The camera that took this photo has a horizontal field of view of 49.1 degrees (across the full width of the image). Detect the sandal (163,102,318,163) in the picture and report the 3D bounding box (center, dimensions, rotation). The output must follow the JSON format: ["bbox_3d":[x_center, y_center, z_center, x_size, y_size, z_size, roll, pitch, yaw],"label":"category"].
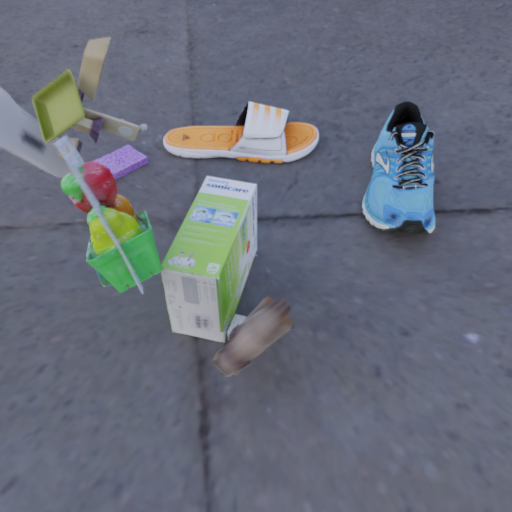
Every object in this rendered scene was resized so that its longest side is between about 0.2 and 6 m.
[{"bbox_3d":[-0.297,-2.468,10.932,3.105,0.890,1.189,-2,45,-2],"label":"sandal"}]

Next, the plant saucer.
[{"bbox_3d":[-2.465,-1.869,7.096,0.710,0.170,0.709,-27,74,22],"label":"plant saucer"}]

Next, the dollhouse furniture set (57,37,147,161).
[{"bbox_3d":[-1.900,-1.961,7.465,1.052,1.482,1.174,17,59,-18],"label":"dollhouse furniture set"}]

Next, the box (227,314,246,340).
[{"bbox_3d":[-0.184,1.072,7.861,0.354,0.303,0.352,13,47,12],"label":"box"}]

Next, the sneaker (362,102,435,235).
[{"bbox_3d":[2.507,-1.600,9.725,1.210,1.389,3.088,4,46,3],"label":"sneaker"}]

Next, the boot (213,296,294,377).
[{"bbox_3d":[-0.061,1.038,7.018,0.530,1.508,1.103,44,80,12],"label":"boot"}]

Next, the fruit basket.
[{"bbox_3d":[-1.927,-0.542,6.853,0.895,1.909,1.768,-34,21,-4],"label":"fruit basket"}]

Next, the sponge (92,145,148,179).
[{"bbox_3d":[-2.710,-1.742,10.729,1.121,0.167,0.625,-34,54,-29],"label":"sponge"}]

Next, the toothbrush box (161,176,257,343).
[{"bbox_3d":[-0.600,0.021,8.115,0.839,1.419,1.950,9,46,9],"label":"toothbrush box"}]

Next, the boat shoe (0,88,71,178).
[{"bbox_3d":[-3.265,-1.715,7.627,0.604,1.839,0.662,18,79,53],"label":"boat shoe"}]
